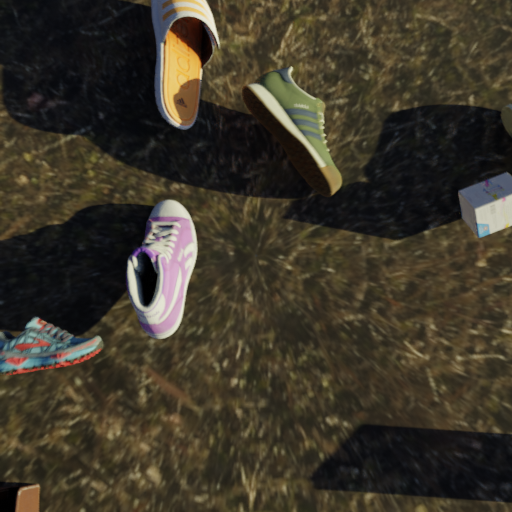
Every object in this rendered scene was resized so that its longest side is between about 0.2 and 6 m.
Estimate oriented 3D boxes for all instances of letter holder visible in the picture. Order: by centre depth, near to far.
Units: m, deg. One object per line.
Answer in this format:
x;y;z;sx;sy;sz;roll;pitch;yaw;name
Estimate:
-3.959;4.509;8.210;1.004;1.419;1.997;-4;72;-1;letter holder

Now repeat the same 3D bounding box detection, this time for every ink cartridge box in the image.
4.321;-0.939;10.068;1.071;0.688;0.670;-21;37;4;ink cartridge box

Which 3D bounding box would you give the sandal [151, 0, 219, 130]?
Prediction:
-1.245;-4.119;10.869;0.975;1.304;3.404;-15;72;39;sandal

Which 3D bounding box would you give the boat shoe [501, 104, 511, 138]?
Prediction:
5.577;-1.944;10.480;0.780;0.910;2.488;-23;70;2;boat shoe

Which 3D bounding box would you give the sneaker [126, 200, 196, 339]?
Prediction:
-1.594;-0.082;9.439;0.949;1.493;2.618;-5;61;4;sneaker

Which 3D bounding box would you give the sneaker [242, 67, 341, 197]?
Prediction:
0.967;-2.446;10.506;1.161;0.867;2.586;-40;91;-18;sneaker

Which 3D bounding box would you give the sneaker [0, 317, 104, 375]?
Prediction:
-3.461;1.410;9.163;1.842;0.731;0.880;-8;82;-6;sneaker
